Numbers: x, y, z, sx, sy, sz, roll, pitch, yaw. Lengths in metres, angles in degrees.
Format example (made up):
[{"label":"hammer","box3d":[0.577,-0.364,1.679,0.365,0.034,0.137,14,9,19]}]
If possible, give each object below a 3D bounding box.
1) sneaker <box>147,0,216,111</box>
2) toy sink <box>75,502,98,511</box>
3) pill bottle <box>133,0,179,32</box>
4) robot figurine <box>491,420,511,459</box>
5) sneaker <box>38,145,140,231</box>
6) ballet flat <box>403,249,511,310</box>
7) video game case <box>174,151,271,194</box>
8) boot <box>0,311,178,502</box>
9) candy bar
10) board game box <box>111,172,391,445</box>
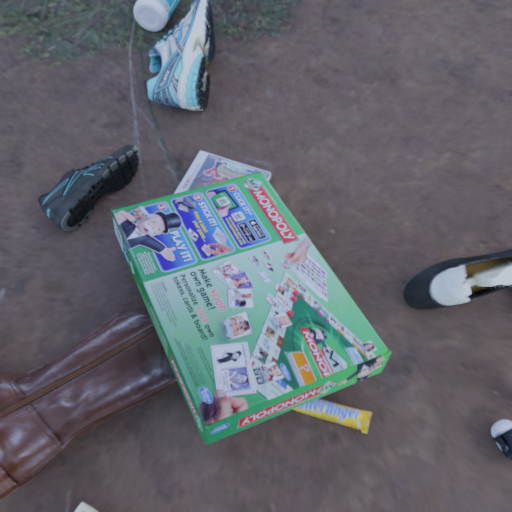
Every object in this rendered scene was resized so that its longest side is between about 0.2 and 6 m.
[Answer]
[{"label":"sneaker","box3d":[-1.720,-4.712,12.671,1.407,1.265,3.259,2,58,5]},{"label":"toy sink","box3d":[-2.077,4.050,7.566,1.212,0.679,0.790,28,62,16]},{"label":"pill bottle","box3d":[-2.398,-6.355,13.909,0.838,0.838,1.512,13,58,8]},{"label":"robot figurine","box3d":[3.859,2.818,8.508,0.395,0.476,0.633,-30,62,2]},{"label":"sneaker","box3d":[-3.229,-1.503,10.911,0.893,0.850,2.254,33,63,21]},{"label":"ballet flat","box3d":[3.637,0.368,9.400,2.323,0.794,0.790,-20,95,8]},{"label":"video game case","box3d":[-0.701,-1.340,11.184,1.602,0.184,1.460,19,60,11]},{"label":"boot","box3d":[-3.197,1.595,8.898,3.388,1.088,3.157,-34,68,-20]},{"label":"candy bar","box3d":[1.101,2.441,8.861,1.423,0.158,0.355,15,59,8]},{"label":"board game box","box3d":[-0.292,0.481,9.066,2.930,0.634,4.354,-16,52,-20]}]
